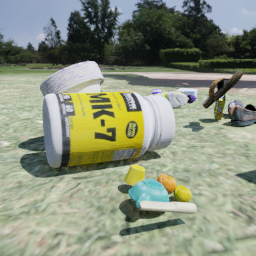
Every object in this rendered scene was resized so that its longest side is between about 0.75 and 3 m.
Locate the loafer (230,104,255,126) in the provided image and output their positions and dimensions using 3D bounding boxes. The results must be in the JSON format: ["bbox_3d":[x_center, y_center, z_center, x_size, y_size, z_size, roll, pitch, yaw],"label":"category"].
[{"bbox_3d":[4.920,-0.624,11.222,0.885,0.775,2.465,10,17,44],"label":"loafer"}]

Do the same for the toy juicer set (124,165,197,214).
[{"bbox_3d":[0.565,1.219,4.803,1.150,0.492,1.807,16,8,-8],"label":"toy juicer set"}]

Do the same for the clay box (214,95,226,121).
[{"bbox_3d":[3.672,-0.952,11.214,0.279,1.174,0.674,3,42,9],"label":"clay box"}]

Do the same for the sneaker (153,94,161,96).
[{"bbox_3d":[0.888,-0.847,11.610,1.044,1.032,2.630,5,16,-3],"label":"sneaker"}]

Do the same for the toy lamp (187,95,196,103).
[{"bbox_3d":[3.069,-1.620,15.830,1.712,0.498,0.498,-6,16,-21],"label":"toy lamp"}]

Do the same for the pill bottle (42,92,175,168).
[{"bbox_3d":[-0.484,-0.038,6.926,2.988,1.708,1.708,-5,15,-22],"label":"pill bottle"}]

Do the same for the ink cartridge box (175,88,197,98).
[{"bbox_3d":[3.568,-2.029,17.085,1.096,0.643,1.497,6,14,20],"label":"ink cartridge box"}]

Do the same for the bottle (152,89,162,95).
[{"bbox_3d":[1.819,-2.101,17.562,0.705,0.551,1.688,-2,14,4],"label":"bottle"}]

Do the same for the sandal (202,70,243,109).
[{"bbox_3d":[3.185,-1.391,9.915,0.899,0.601,2.200,-40,-6,-20],"label":"sandal"}]

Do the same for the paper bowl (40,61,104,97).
[{"bbox_3d":[-1.453,-1.056,7.728,1.710,0.890,1.710,-26,-2,-1],"label":"paper bowl"}]

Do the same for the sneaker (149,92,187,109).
[{"bbox_3d":[1.886,-1.513,14.621,2.274,0.861,1.194,-1,14,0],"label":"sneaker"}]

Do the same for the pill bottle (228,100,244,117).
[{"bbox_3d":[4.712,-0.824,12.226,0.687,0.687,1.293,5,14,19],"label":"pill bottle"}]

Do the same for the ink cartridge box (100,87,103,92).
[{"bbox_3d":[-2.096,-1.703,16.102,1.521,0.576,1.124,-27,17,-1],"label":"ink cartridge box"}]
